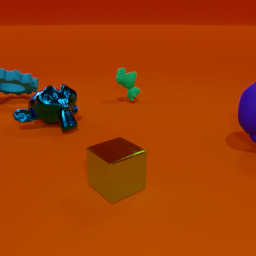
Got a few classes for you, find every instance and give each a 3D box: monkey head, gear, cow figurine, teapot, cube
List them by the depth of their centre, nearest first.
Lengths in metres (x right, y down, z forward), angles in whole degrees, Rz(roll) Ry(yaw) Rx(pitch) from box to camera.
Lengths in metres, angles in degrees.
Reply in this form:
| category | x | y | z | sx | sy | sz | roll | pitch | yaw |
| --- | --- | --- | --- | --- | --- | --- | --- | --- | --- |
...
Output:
| category | x | y | z | sx | sy | sz | roll | pitch | yaw |
| --- | --- | --- | --- | --- | --- | --- | --- | --- | --- |
| cube | -0.195 | 0.685 | 4.795 | 0.745 | 0.745 | 0.745 | -17 | 27 | -35 |
| teapot | 2.834 | -0.314 | 5.822 | 0.864 | 1.764 | 1.097 | 10 | 11 | 39 |
| monkey head | -1.934 | -0.426 | 7.489 | 1.944 | 1.398 | 1.171 | -14 | -16 | -42 |
| cow figurine | -0.019 | -1.444 | 9.398 | 0.969 | 0.953 | 0.532 | 14 | -2 | -30 |
| gear | -3.946 | -1.510 | 9.439 | 1.745 | 0.323 | 1.745 | -1 | -10 | 0 |
